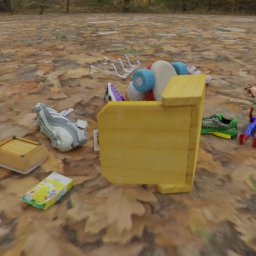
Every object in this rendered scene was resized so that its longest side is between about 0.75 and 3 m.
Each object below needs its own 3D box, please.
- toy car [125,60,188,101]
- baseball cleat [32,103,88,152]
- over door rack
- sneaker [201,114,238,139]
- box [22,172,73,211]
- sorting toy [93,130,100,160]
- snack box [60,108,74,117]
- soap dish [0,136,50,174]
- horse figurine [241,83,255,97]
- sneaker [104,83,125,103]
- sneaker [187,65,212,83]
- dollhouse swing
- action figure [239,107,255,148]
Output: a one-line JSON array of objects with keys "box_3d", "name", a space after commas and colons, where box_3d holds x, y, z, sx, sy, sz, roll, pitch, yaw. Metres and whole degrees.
[{"box_3d": [0.843, -1.245, 11.044, 2.359, 2.264, 2.560, -22, 6, -39], "name": "toy car"}, {"box_3d": [-2.259, -0.089, 9.611, 1.440, 0.943, 2.706, -11, 39, -32], "name": "baseball cleat"}, {"box_3d": [-0.769, -3.550, 15.714, 2.426, 0.808, 1.792, 13, 35, 22], "name": "over door rack"}, {"box_3d": [2.929, -0.217, 9.799, 1.816, 0.774, 0.709, 12, 30, 23], "name": "sneaker"}, {"box_3d": [-1.973, 1.586, 6.942, 0.674, 0.278, 1.149, 16, 29, 26], "name": "box"}, {"box_3d": [-0.446, 0.286, 9.171, 1.357, 0.476, 2.814, -4, 29, -6], "name": "sorting toy"}, {"box_3d": [-2.555, -0.540, 11.098, 0.354, 0.120, 0.984, 9, 29, 17], "name": "snack box"}, {"box_3d": [-3.173, 0.738, 8.171, 1.367, 0.555, 1.075, 14, 28, 20], "name": "soap dish"}, {"box_3d": [5.824, -1.827, 13.298, 0.791, 0.298, 1.193, 31, 34, 26], "name": "horse figurine"}, {"box_3d": [-0.558, -1.302, 12.149, 0.787, 0.760, 1.886, 7, 34, -20], "name": "sneaker"}, {"box_3d": [3.316, -2.758, 14.463, 1.986, 0.876, 0.808, 11, 30, 19], "name": "sneaker"}, {"box_3d": [0.707, 0.072, 7.341, 2.284, 2.598, 2.361, 6, 29, 16], "name": "dollhouse swing"}, {"box_3d": [4.497, -0.286, 9.679, 0.726, 1.101, 2.225, 17, 30, 28], "name": "action figure"}]
